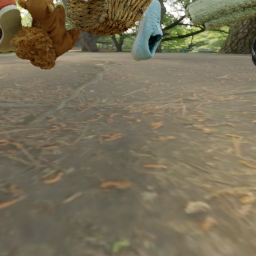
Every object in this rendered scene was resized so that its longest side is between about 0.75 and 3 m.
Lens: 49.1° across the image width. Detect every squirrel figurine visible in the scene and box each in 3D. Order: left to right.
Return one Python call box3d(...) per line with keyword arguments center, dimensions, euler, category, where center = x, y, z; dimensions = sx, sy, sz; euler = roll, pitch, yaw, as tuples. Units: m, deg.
box3d(center=(-2.192, -2.529, 7.261), dimensions=(1.325, 1.872, 1.747), euler=(18, -18, 1), category="squirrel figurine")

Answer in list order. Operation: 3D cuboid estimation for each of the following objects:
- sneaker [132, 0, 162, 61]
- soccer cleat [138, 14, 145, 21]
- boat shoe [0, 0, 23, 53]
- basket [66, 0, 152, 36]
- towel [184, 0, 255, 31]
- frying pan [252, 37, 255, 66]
box3d(center=(1.002, -3.763, 10.831), dimensions=(1.031, 2.516, 0.930), euler=(12, -3, 41), category="sneaker")
box3d(center=(0.378, -3.995, 9.692), dimensions=(0.489, 0.396, 1.133), euler=(7, 5, -1), category="soccer cleat")
box3d(center=(-3.261, -2.750, 7.371), dimensions=(0.839, 0.738, 2.358), euler=(-38, 3, -21), category="boat shoe")
box3d(center=(-0.525, -3.668, 8.426), dimensions=(1.857, 1.779, 2.492), euler=(-4, 22, -38), category="basket")
box3d(center=(2.836, -3.182, 7.028), dimensions=(2.751, 0.502, 2.041), euler=(-13, 31, 9), category="towel")
box3d(center=(4.069, -2.707, 6.995), dimensions=(0.446, 2.739, 1.657), euler=(27, 2, -27), category="frying pan")
